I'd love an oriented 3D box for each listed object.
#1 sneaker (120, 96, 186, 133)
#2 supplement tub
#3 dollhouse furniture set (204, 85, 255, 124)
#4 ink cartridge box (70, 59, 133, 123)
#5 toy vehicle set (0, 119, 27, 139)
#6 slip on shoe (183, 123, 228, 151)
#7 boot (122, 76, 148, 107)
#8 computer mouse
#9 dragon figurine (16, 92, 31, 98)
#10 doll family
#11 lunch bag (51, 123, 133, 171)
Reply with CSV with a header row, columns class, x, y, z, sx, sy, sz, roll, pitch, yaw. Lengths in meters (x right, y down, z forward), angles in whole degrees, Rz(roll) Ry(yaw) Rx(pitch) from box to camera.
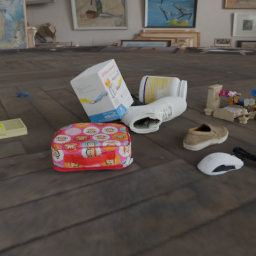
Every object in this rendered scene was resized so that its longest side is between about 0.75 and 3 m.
class,x,y,z,sx,sy,sz,roll,pitch,yaw
sneaker,1.104,-0.400,9.767,2.524,0.930,1.459,-15,22,-11
supplement tub,1.510,-1.508,11.982,1.858,1.351,1.351,7,22,16
dollhouse furniture set,4.159,-0.939,10.963,1.212,1.035,2.338,-19,28,-41
ink cartridge box,-0.860,-1.238,9.648,1.238,1.712,1.261,-11,27,32
toy vehicle set,-4.407,0.079,9.352,1.793,0.238,1.114,-11,23,-27
slip on shoe,2.453,0.141,8.674,1.957,0.593,0.744,-14,25,-34
boot,0.066,-1.271,10.778,2.379,1.646,0.922,1,12,6
computer mouse,2.596,0.808,7.186,1.746,0.383,0.958,-9,23,-23
dragon figurine,-5.229,-1.647,14.003,0.832,0.245,0.414,12,23,31
doll family,4.863,-1.092,11.596,1.324,0.961,2.133,2,3,-44
lunch bag,-0.927,0.508,7.320,2.055,0.842,1.811,-2,20,-5
